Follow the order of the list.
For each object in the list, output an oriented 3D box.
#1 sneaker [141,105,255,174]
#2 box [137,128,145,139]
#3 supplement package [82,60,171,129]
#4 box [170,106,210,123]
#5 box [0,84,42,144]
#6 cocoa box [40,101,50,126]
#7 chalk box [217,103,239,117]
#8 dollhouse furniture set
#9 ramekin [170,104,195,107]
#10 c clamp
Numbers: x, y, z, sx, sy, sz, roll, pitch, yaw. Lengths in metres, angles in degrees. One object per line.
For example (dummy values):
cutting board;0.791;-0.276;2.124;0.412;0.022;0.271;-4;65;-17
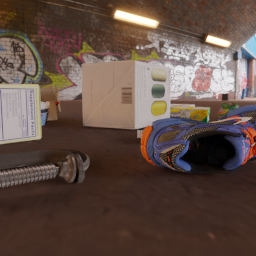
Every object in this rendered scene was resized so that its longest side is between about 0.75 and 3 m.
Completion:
sneaker;1.467;0.252;3.988;2.461;0.927;0.965;-11;16;-11
box;0.915;0.155;6.658;1.069;0.266;1.061;-3;8;-25
supplement package;0.044;-1.161;9.842;2.059;2.074;2.733;4;8;30
box;2.027;-0.580;11.427;2.463;0.596;1.445;5;9;19
box;-3.839;-0.352;6.383;2.408;1.323;2.737;6;9;40
cocoa box;-3.260;-0.524;9.559;0.843;0.830;1.265;8;6;-4
chalk box;3.185;-0.453;8.795;0.509;0.505;0.815;8;-32;53
dollhouse furniture set;-4.229;-0.876;12.258;2.862;1.474;2.831;-6;-2;-43
ramekin;2.470;-0.794;13.011;1.240;0.604;1.240;1;7;0
c clamp;-1.582;0.572;3.260;2.670;0.362;2.281;-7;4;-34
